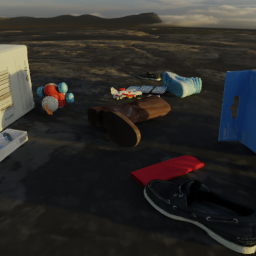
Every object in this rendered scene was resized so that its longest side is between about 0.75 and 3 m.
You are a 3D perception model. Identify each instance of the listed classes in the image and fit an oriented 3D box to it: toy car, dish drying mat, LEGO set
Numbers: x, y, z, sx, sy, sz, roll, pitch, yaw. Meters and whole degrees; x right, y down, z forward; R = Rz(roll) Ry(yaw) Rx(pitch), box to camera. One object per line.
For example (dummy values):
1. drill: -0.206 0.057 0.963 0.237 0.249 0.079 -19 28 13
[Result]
1. toy car: -2.700 -0.893 10.069 1.083 1.039 1.175 -6 52 18
2. dish drying mat: 0.933 0.982 6.537 1.689 0.154 0.649 -15 28 -27
3. LEGO set: 0.462 -1.563 11.700 1.792 0.589 2.399 6 25 22

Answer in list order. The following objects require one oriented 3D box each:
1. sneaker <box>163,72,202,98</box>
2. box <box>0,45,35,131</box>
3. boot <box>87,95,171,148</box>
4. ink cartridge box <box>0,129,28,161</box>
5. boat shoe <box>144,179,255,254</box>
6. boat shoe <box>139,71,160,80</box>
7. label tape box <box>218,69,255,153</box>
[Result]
1. sneaker: 2.439 -1.967 12.309 1.319 0.804 2.020 -10 36 -17
2. box: -4.622 -1.425 9.205 2.002 2.326 2.338 5 25 10
3. boot: 0.504 -0.367 8.792 2.788 0.896 2.599 -11 28 -33
4. ink cartridge box: -3.640 0.430 7.556 1.228 0.312 1.394 7 25 12
5. boat shoe: 1.246 1.309 5.055 0.851 0.755 2.278 -20 31 -38
6. boat shoe: 1.113 -2.719 14.417 1.172 0.389 0.438 15 28 30
7. label tape box: 3.915 -0.319 6.959 2.939 2.106 0.972 1 28 7
